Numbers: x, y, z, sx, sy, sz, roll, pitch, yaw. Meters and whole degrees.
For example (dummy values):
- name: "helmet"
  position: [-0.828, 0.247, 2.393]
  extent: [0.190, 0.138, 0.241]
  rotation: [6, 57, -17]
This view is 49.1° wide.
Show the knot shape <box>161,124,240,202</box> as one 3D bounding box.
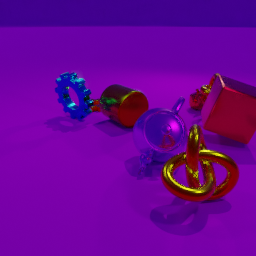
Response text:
- name: "knot shape"
  position: [1.256, 0.597, 4.929]
  extent: [1.433, 1.341, 0.662]
  rotation: [5, -16, -27]

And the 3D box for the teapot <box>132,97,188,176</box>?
- name: "teapot"
  position: [0.723, 0.176, 6.276]
  extent: [1.279, 2.057, 1.007]
  rotation: [31, -12, 1]

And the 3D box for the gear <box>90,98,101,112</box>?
- name: "gear"
  position: [-1.187, -0.843, 10.272]
  extent: [1.057, 0.196, 1.057]
  rotation: [0, 22, 0]

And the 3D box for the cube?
- name: "cube"
  position: [2.696, -0.509, 7.226]
  extent: [1.194, 1.194, 1.194]
  rotation: [20, 27, 2]

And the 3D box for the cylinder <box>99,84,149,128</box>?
- name: "cylinder"
  position: [-0.134, -0.697, 8.639]
  extent: [1.134, 1.134, 1.134]
  rotation: [-15, 26, -32]

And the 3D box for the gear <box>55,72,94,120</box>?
- name: "gear"
  position: [-1.715, -0.992, 8.829]
  extent: [1.508, 1.508, 0.279]
  rotation: [17, 36, 37]

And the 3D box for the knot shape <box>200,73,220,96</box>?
- name: "knot shape"
  position: [2.820, -1.082, 9.027]
  extent: [0.646, 1.397, 1.307]
  rotation: [-20, -7, 33]

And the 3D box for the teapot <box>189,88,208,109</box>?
- name: "teapot"
  position: [2.556, -1.065, 9.960]
  extent: [0.859, 0.677, 1.382]
  rotation: [-17, 13, 16]
